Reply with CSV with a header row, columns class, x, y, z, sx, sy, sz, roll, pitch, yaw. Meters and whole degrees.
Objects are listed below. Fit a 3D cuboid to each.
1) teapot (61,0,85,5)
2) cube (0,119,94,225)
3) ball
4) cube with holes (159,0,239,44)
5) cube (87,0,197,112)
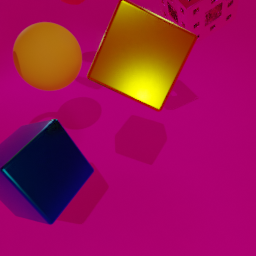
class,x,y,z,sx,sy,sz,roll,pitch,yaw
teapot,-1.641,-4.044,7.984,0.946,1.521,0.745,9,89,11
cube,-1.497,0.682,4.535,1.143,1.143,1.143,-7,34,42
ball,-1.676,-1.486,5.906,1.393,1.393,1.393,0,44,0
cube with holes,1.336,-2.547,5.454,1.112,1.112,1.112,-32,66,2
cube,0.170,-1.035,4.175,1.117,1.117,1.117,24,11,-6
